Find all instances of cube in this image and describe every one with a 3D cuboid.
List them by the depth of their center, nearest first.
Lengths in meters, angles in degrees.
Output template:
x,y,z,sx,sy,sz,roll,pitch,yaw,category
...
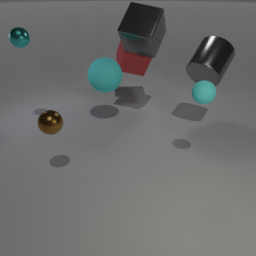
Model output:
x,y,z,sx,sy,sz,roll,pitch,yaw,category
0.595,-3.869,11.158,1.400,1.400,1.400,19,77,17,cube
0.294,-3.588,13.520,1.400,1.400,1.400,9,52,-15,cube

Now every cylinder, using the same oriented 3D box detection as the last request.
x,y,z,sx,sy,sz,roll,pitch,yaw,category
3.171,-2.549,10.798,1.400,1.400,1.400,21,71,35,cylinder

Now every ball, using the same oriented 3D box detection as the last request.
x,y,z,sx,sy,sz,roll,pitch,yaw,category
-2.169,-0.157,7.843,0.700,0.700,0.700,0,28,0,ball
2.253,-1.058,8.326,0.700,0.700,0.700,0,28,0,ball
-3.823,-3.182,9.869,0.700,0.700,0.700,0,28,0,ball
-0.932,-2.142,11.373,1.400,1.400,1.400,0,28,0,ball
